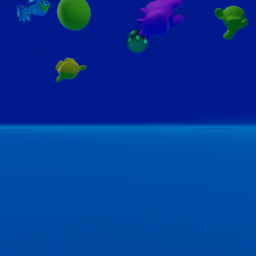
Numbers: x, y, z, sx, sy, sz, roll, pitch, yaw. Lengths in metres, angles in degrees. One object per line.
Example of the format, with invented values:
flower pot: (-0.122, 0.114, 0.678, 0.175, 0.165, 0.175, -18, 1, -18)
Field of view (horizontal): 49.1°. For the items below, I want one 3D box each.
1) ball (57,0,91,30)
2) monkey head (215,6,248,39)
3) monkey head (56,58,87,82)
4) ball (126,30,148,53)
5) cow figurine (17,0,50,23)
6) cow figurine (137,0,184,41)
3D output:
ball: (-1.727, -3.681, 8.967, 1.046, 1.046, 1.046, 0, 1, 0)
monkey head: (3.104, -3.181, 8.418, 1.191, 0.718, 0.857, 1, -39, -28)
monkey head: (-1.789, -1.711, 8.510, 1.015, 0.612, 0.730, -29, -21, -14)
ball: (0.390, -3.682, 11.915, 0.948, 0.948, 0.948, 0, 1, 0)
cow figurine: (-2.843, -3.526, 8.402, 0.507, 0.908, 0.923, 28, 12, 24)
cow figurine: (0.819, -3.268, 8.284, 1.660, 0.926, 1.687, -24, 34, -15)
